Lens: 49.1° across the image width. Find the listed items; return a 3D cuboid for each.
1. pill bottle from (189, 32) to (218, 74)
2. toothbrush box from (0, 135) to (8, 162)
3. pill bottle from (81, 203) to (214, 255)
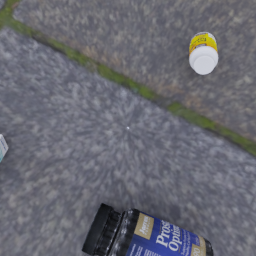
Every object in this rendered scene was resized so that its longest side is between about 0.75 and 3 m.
[{"bbox_3d":[1.881,-1.854,7.001,0.679,0.679,1.243,12,42,2],"label":"pill bottle"},{"bbox_3d":[-3.549,0.707,6.626,0.877,0.511,1.198,2,44,5],"label":"toothbrush box"},{"bbox_3d":[0.382,2.666,6.141,2.586,1.446,1.446,22,81,3],"label":"pill bottle"}]
